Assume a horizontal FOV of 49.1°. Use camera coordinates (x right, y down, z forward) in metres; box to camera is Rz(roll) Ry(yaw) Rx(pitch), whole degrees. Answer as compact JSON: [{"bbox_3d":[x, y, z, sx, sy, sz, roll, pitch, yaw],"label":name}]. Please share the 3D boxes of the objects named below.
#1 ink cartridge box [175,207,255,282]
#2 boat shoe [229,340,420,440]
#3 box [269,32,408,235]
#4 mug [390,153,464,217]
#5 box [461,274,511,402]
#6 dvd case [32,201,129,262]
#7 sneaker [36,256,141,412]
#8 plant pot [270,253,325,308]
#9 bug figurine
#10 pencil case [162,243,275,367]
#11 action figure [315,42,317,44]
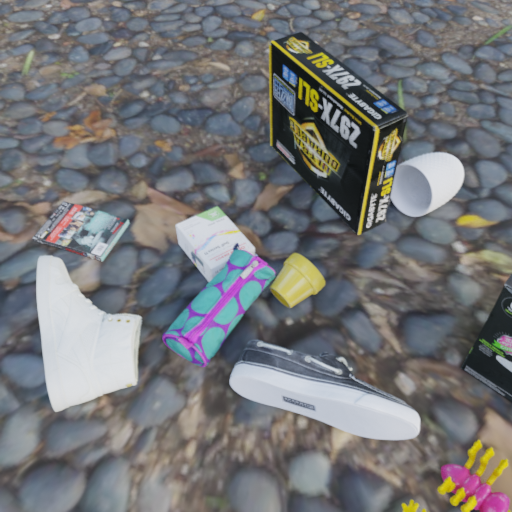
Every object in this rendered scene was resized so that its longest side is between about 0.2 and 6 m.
[{"bbox_3d":[-0.667,-0.091,10.356,0.965,0.555,1.648,-27,55,-23],"label":"ink cartridge box"},{"bbox_3d":[1.059,1.920,8.412,2.836,1.017,0.961,11,51,19],"label":"boat shoe"},{"bbox_3d":[1.422,-2.419,11.004,0.815,2.637,3.303,-25,54,-19],"label":"box"},{"bbox_3d":[3.376,-1.542,11.384,1.311,1.104,1.496,-26,23,-30],"label":"mug"},{"bbox_3d":[4.305,0.999,8.315,1.381,2.222,1.650,35,58,26],"label":"box"},{"bbox_3d":[-3.417,-0.501,10.980,1.507,0.166,1.100,14,51,13],"label":"dvd case"},{"bbox_3d":[-2.689,1.060,9.176,1.565,0.997,2.707,-13,60,-13],"label":"sneaker"},{"bbox_3d":[0.674,0.483,9.778,0.747,0.794,0.794,-44,61,-13],"label":"plant pot"},{"bbox_3d":[2.858,3.792,6.879,3.063,0.788,2.375,-34,51,-21],"label":"bug figurine"},{"bbox_3d":[-0.591,0.810,9.220,0.884,0.960,2.076,37,64,2],"label":"pencil case"},{"bbox_3d":[1.301,-5.172,14.647,1.445,0.737,0.859,22,42,20],"label":"action figure"}]
